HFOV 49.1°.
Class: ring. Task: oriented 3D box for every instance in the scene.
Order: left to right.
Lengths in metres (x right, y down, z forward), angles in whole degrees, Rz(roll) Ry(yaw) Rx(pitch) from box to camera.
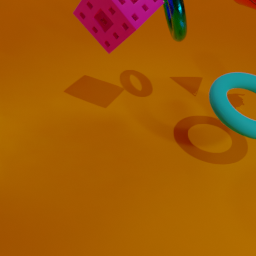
[{"bbox_3d":[1.233,-3.324,7.677,0.380,1.902,1.902,-14,39,7],"label":"ring"},{"bbox_3d":[2.897,-0.568,6.620,2.008,0.402,2.008,6,52,-7],"label":"ring"}]

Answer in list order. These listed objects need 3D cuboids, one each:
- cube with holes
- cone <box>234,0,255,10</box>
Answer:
[{"bbox_3d":[-0.245,-3.047,7.093,1.367,1.367,1.367,-52,17,-29],"label":"cube with holes"},{"bbox_3d":[3.374,-3.311,7.114,1.261,1.261,1.266,0,58,0],"label":"cone"}]
